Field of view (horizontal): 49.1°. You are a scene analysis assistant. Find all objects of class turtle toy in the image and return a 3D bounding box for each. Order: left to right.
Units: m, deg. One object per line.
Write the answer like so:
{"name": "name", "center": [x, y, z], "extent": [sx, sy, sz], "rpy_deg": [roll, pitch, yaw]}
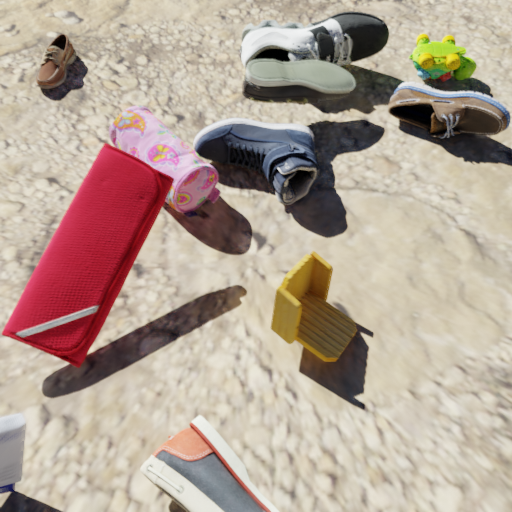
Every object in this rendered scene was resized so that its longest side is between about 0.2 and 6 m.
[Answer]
{"name": "turtle toy", "center": [4.336, -4.506, 13.017], "extent": [1.585, 0.801, 1.155], "rpy_deg": [6, 50, 4]}

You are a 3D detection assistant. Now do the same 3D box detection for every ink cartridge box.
{"name": "ink cartridge box", "center": [-3.415, 2.558, 6.603], "extent": [1.253, 1.256, 0.255], "rpy_deg": [-5, 28, -38]}

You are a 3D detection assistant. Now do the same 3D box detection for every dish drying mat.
{"name": "dish drying mat", "center": [-2.503, -0.065, 8.602], "extent": [1.274, 0.302, 3.316], "rpy_deg": [26, 75, -9]}

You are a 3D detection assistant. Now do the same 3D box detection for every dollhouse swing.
{"name": "dollhouse swing", "center": [0.978, 0.761, 8.375], "extent": [1.058, 1.094, 1.204], "rpy_deg": [23, 38, 22]}

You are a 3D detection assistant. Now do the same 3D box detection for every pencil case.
{"name": "pencil case", "center": [-1.763, -1.851, 10.692], "extent": [1.101, 1.101, 2.518], "rpy_deg": [-33, 58, -24]}

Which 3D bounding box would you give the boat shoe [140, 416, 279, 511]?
{"name": "boat shoe", "center": [-0.106, 3.257, 6.379], "extent": [0.997, 1.134, 3.187], "rpy_deg": [-35, 56, -22]}

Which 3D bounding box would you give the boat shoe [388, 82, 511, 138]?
{"name": "boat shoe", "center": [3.952, -2.891, 11.720], "extent": [2.482, 0.896, 0.898], "rpy_deg": [21, 58, 29]}

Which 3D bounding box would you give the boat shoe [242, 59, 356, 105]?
{"name": "boat shoe", "center": [0.891, -3.605, 11.826], "extent": [2.415, 0.727, 0.861], "rpy_deg": [0, 59, -16]}

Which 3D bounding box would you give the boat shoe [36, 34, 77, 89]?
{"name": "boat shoe", "center": [-4.792, -4.612, 13.211], "extent": [0.672, 0.637, 1.774], "rpy_deg": [3, 50, 2]}

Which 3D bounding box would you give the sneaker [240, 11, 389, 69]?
{"name": "sneaker", "center": [1.328, -4.640, 12.904], "extent": [3.457, 1.281, 1.530], "rpy_deg": [-3, 49, 10]}

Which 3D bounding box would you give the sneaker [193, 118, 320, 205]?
{"name": "sneaker", "center": [0.016, -1.793, 10.682], "extent": [2.420, 0.920, 1.749], "rpy_deg": [-3, 48, -4]}
